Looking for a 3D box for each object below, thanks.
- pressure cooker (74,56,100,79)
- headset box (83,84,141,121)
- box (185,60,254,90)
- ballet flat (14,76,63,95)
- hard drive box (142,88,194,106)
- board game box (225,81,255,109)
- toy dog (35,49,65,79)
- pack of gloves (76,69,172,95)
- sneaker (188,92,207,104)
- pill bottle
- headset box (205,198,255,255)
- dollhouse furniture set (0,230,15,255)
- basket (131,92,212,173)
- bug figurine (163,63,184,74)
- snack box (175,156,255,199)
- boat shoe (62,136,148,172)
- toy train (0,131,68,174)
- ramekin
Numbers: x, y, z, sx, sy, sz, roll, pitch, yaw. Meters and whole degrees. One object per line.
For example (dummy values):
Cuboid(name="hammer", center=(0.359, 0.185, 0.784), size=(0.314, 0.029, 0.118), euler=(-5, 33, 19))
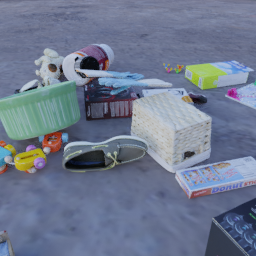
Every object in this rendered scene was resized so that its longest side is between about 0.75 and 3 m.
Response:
Cuboid(name="pressure cooker", center=(-1.876, -2.714, 12.564), size=(0.994, 0.978, 1.112), euler=(-8, 15, -30))
Cuboid(name="headset box", center=(-0.634, -1.169, 11.643), size=(2.338, 0.877, 1.738), euler=(-4, 32, -7))
Cuboid(name="box", center=(4.655, -2.784, 14.413), size=(2.927, 0.698, 1.785), euler=(-10, 33, -15))
Cuboid(name="ballet flat", center=(-3.776, -1.744, 12.479), size=(1.059, 1.059, 2.900), euler=(26, 40, 35))
Cuboid(name="hard drive box", center=(1.574, -1.008, 11.546), size=(1.847, 0.709, 1.439), euler=(-4, 32, -6))
Cuboid(name="board game box", center=(6.388, -1.470, 12.632), size=(2.786, 0.360, 2.787), euler=(-22, 38, -30))
Cuboid(name="toy dog", center=(-3.890, -2.999, 14.478), size=(1.846, 1.328, 1.904), euler=(18, 32, -9))
Cuboid(name="pack of gloves", center=(-0.173, -1.544, 9.716), size=(2.614, 0.516, 2.196), euler=(-5, 22, -35))
Cuboid(name="sneaker", center=(2.872, -1.207, 12.243), size=(0.633, 0.414, 1.095), euler=(-27, 30, -29))
Cuboid(name="pill bottle", center=(-1.929, -3.407, 14.553), size=(1.600, 1.600, 2.832), euler=(15, 36, 23))
Cuboid(name="headset box", center=(2.491, 2.271, 4.891), size=(2.474, 2.154, 1.148), euler=(-15, 35, -22))
Cuboid(name="dollhouse furniture set", center=(-2.807, 2.729, 5.467), size=(1.111, 0.779, 0.783), euler=(-16, 35, -24))
Cuboid(name="basket", center=(1.366, -0.002, 9.158), size=(1.678, 1.527, 2.475), euler=(-18, 37, -25))
Cuboid(name="bug figurine", center=(2.523, -3.329, 15.693), size=(1.145, 0.295, 0.888), euler=(8, 38, 5))
Cuboid(name="snack box", center=(2.724, 1.381, 8.081), size=(2.534, 0.308, 0.911), euler=(-8, 33, -13))
Cuboid(name="boat shoe", center=(-0.671, 0.843, 8.420), size=(2.621, 0.937, 0.783), euler=(-6, 32, 3))
Cuboid(name="toy train", center=(-3.247, 0.757, 8.777), size=(2.641, 0.735, 1.984), euler=(-1, 30, -8))
Cuboid(name="ramekin", center=(-2.982, -0.625, 9.581), size=(2.792, 1.364, 2.792), euler=(-13, 14, 3))
